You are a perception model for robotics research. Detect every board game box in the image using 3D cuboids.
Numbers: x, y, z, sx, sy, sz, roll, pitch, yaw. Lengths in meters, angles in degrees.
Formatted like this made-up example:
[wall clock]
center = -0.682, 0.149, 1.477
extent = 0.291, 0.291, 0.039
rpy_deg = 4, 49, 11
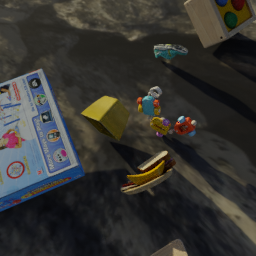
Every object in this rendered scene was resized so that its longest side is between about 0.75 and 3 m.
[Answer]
[board game box]
center = -2.914, 0.343, 6.785
extent = 2.868, 0.819, 2.929
rpy_deg = -22, 66, -8

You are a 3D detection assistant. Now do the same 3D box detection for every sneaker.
[sneaker]
center = 1.384, -2.442, 9.032
extent = 1.181, 0.470, 0.458
rpy_deg = 15, 32, 35

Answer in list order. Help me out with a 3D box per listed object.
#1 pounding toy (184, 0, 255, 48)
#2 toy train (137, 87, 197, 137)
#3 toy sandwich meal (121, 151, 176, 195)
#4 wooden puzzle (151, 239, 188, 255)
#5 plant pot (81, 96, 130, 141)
[pounding toy]
center = 3.095, -4.465, 9.190
extent = 2.336, 1.217, 2.659
rpy_deg = -36, 104, -22
[toy train]
center = 1.035, -0.396, 7.437
extent = 1.646, 1.237, 0.458
rpy_deg = 48, 45, -11
[toy sandwich meal]
center = 0.429, 1.017, 6.441
extent = 1.456, 1.456, 0.499
rpy_deg = -25, 89, -14
[wooden puzzle]
center = 0.909, 2.923, 5.655
extent = 0.929, 0.187, 1.004
rpy_deg = -41, 44, 18
[plant pot]
center = -0.508, -0.322, 7.319
extent = 0.896, 0.896, 0.790
rpy_deg = 21, 70, 47
